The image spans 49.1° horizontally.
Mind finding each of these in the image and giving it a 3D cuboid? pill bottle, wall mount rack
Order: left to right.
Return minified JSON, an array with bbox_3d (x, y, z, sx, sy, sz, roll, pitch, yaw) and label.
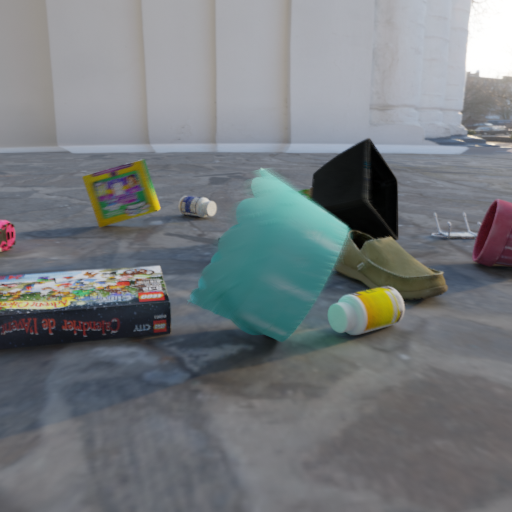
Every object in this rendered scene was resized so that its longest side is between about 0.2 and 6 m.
[{"bbox_3d":[-1.658,-1.390,15.960,1.024,0.568,0.568,10,18,34],"label":"pill bottle"},{"bbox_3d":[1.507,0.768,7.737,1.023,0.559,0.559,-9,17,-32],"label":"pill bottle"},{"bbox_3d":[4.863,-0.722,13.594,1.294,0.482,1.124,0,15,-2],"label":"wall mount rack"}]

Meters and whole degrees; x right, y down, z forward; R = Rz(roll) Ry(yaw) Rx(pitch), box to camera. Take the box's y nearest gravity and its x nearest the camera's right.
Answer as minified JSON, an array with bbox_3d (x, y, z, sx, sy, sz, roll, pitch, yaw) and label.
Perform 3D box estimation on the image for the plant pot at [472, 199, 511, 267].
[{"bbox_3d":[4.975,-0.313,10.802,1.157,1.293,1.293,20,19,11],"label":"plant pot"}]

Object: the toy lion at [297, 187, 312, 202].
[{"bbox_3d":[1.091,-1.039,13.565,1.034,1.079,0.371,-13,-5,-10],"label":"toy lion"}]

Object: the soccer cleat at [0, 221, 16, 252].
[{"bbox_3d":[-5.697,-0.323,11.656,0.849,0.687,1.966,0,15,-2],"label":"soccer cleat"}]

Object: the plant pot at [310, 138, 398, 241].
[{"bbox_3d":[2.223,-1.337,12.910,1.560,1.754,1.758,-13,-35,33],"label":"plant pot"}]

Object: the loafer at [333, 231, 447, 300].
[{"bbox_3d":[2.212,0.122,9.670,0.930,0.825,2.446,-10,18,-33],"label":"loafer"}]

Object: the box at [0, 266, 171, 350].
[{"bbox_3d":[-2.640,0.691,8.148,2.646,0.499,1.807,-4,15,-14],"label":"box"}]

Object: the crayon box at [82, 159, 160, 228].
[{"bbox_3d":[-3.470,-1.620,14.485,1.596,1.377,0.465,-15,14,2],"label":"crayon box"}]

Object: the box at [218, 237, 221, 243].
[{"bbox_3d":[0.500,-0.283,11.732,1.745,0.565,2.213,8,18,27],"label":"box"}]

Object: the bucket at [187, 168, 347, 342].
[{"bbox_3d":[0.155,0.048,7.346,1.350,2.075,2.075,30,15,-3],"label":"bucket"}]
